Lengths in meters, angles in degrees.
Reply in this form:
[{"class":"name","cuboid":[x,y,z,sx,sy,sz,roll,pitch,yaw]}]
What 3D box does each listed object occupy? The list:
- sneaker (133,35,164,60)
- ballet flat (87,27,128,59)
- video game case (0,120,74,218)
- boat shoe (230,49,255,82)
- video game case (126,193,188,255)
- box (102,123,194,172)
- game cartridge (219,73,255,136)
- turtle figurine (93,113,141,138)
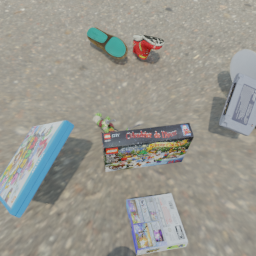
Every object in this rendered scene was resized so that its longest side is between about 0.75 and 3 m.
[{"class":"sneaker","cuboid":[0.655,-2.723,9.560,0.714,0.788,1.855,5,16,-19]},{"class":"ballet flat","cuboid":[-0.641,-2.931,10.033,2.085,0.754,0.707,36,90,29]},{"class":"video game case","cuboid":[-1.982,0.675,5.557,2.409,0.214,1.724,-4,54,58]},{"class":"boat shoe","cuboid":[3.782,-0.974,7.793,0.951,0.966,2.723,13,47,-50]},{"class":"video game case","cuboid":[0.556,1.944,5.774,1.024,0.257,1.130,-5,44,-10]},{"class":"box","cuboid":[0.394,0.482,6.432,1.942,1.326,0.366,-7,60,-6]},{"class":"game cartridge","cuboid":[2.850,-0.547,6.857,0.909,0.279,1.366,21,88,-9]},{"class":"turtle figurine","cuboid":[-0.335,-0.070,7.214,0.836,1.162,1.127,-16,42,-32]}]
